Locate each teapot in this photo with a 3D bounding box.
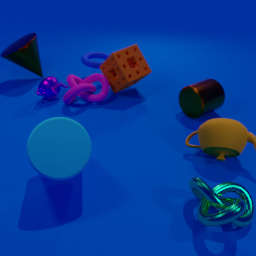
[{"bbox_3d":[2.307,0.332,6.671,1.880,1.169,0.920,2,69,25],"label":"teapot"},{"bbox_3d":[-2.541,-1.318,9.342,0.610,0.775,1.246,41,41,17],"label":"teapot"}]

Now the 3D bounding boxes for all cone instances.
[{"bbox_3d":[-3.622,-2.478,10.468,1.495,1.501,1.495,-19,38,16],"label":"cone"}]

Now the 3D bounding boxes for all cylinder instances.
[{"bbox_3d":[2.234,-0.903,8.517,1.000,1.000,1.000,-22,40,-29],"label":"cylinder"},{"bbox_3d":[-1.436,0.450,5.858,1.205,1.205,1.205,-12,-4,-16],"label":"cylinder"}]

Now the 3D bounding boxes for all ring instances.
[{"bbox_3d":[-1.137,-2.560,10.523,1.245,0.249,1.245,5,34,-3],"label":"ring"}]

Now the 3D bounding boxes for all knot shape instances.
[{"bbox_3d":[1.697,1.371,5.382,1.346,0.622,1.260,-2,22,-44],"label":"knot shape"},{"bbox_3d":[-1.519,-1.255,9.193,1.586,0.733,1.484,17,39,33],"label":"knot shape"}]

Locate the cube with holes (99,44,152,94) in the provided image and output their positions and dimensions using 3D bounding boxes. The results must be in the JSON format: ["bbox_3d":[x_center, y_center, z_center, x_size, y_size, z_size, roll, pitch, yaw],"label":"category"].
[{"bbox_3d":[-0.096,-1.984,9.485,1.068,1.068,1.068,-30,2,-32],"label":"cube with holes"}]
